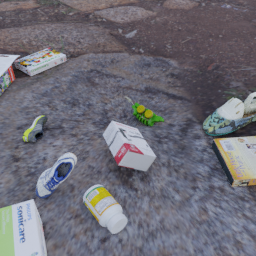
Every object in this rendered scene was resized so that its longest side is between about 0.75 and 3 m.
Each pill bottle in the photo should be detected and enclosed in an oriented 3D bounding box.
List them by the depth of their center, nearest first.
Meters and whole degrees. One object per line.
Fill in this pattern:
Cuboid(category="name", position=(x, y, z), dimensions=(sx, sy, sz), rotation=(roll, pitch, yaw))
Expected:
Cuboid(category="pill bottle", position=(-0.513, 1.861, 6.429), dimensions=(0.612, 0.612, 1.085), rotation=(-26, 46, -28))

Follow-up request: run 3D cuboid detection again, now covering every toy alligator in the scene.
Cuboid(category="toy alligator", position=(0.423, -0.494, 9.433), dimensions=(1.807, 0.536, 0.490), rotation=(34, 91, 34))

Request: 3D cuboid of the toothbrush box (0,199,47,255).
Cuboid(category="toothbrush box", position=(-2.722, 2.530, 5.355), dimensions=(2.168, 0.933, 1.578), rotation=(-15, 41, -16))

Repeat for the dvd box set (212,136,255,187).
Cuboid(category="dvd box set", position=(3.683, 0.864, 7.871), dimensions=(2.197, 0.323, 1.607), rotation=(-4, 40, -5))

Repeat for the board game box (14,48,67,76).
Cuboid(category="board game box", position=(-3.899, -2.994, 12.544), dimensions=(1.220, 0.334, 1.932), rotation=(29, 47, 29))

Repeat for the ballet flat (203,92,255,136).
Cuboid(category="ballet flat", position=(3.728, -0.631, 9.166), dimensions=(2.936, 1.090, 1.090), rotation=(-19, 43, -21))

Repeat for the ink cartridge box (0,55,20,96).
Cuboid(category="ink cartridge box", position=(-5.459, -2.038, 11.116), dimensions=(1.530, 0.707, 2.807), rotation=(4, 38, 5))

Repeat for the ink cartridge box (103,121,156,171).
Cuboid(category="ink cartridge box", position=(0.015, 0.483, 7.795), dimensions=(0.997, 0.563, 1.358), rotation=(17, 26, -35))

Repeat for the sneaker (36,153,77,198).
Cuboid(category="sneaker", position=(-1.794, 1.187, 6.791), dimensions=(0.520, 1.380, 0.608), rotation=(37, 4, -12))

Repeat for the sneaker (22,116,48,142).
Cuboid(category="sneaker", position=(-2.818, 0.060, 8.845), dimensions=(0.460, 0.419, 1.135), rotation=(17, 49, 10))
